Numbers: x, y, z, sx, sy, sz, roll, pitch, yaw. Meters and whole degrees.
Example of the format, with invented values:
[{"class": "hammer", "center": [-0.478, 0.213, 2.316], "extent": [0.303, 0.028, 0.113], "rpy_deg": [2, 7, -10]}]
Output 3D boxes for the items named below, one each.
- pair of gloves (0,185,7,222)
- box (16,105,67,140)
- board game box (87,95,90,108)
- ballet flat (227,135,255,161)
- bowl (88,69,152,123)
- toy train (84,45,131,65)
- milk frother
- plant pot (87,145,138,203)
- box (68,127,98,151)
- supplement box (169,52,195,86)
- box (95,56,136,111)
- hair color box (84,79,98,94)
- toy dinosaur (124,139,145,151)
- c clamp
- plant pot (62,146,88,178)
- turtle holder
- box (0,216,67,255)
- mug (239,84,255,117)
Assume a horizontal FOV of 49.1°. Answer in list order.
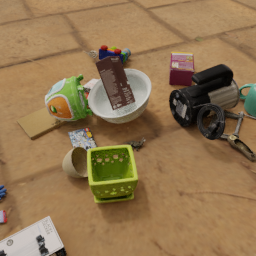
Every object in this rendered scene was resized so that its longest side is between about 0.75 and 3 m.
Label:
[{"class": "pair of gloves", "center": [-4.144, 2.290, 8.031], "extent": [1.290, 0.183, 1.604], "rpy_deg": [-12, 46, -14]}, {"class": "box", "center": [-3.290, -0.257, 10.696], "extent": [1.498, 0.159, 1.225], "rpy_deg": [-30, 51, -28]}, {"class": "board game box", "center": [-1.293, -1.121, 11.574], "extent": [0.843, 0.195, 0.639], "rpy_deg": [-3, 44, -4]}, {"class": "ballet flat", "center": [3.915, 0.637, 9.575], "extent": [0.407, 0.280, 1.208], "rpy_deg": [-29, 58, -17]}, {"class": "bowl", "center": [-0.201, -1.031, 10.631], "extent": [2.415, 1.085, 2.415], "rpy_deg": [-9, 53, 12]}, {"class": "toy train", "center": [-0.987, -3.754, 13.919], "extent": [2.129, 0.901, 1.232], "rpy_deg": [20, 37, 20]}, {"class": "milk frother", "center": [3.134, -0.793, 10.126], "extent": [2.270, 2.178, 2.413], "rpy_deg": [-20, 71, -18]}, {"class": "plant pot", "center": [-0.457, 1.412, 8.188], "extent": [1.340, 1.216, 1.333], "rpy_deg": [-6, 43, -6]}, {"class": "box", "center": [-1.576, 0.501, 9.851], "extent": [0.788, 0.229, 1.151], "rpy_deg": [-15, 46, -15]}, {"class": "supplement box", "center": [2.435, -2.716, 12.781], "extent": [1.051, 0.829, 1.606], "rpy_deg": [6, 44, 6]}, {"class": "box", "center": [-0.430, -1.651, 10.269], "extent": [0.691, 1.845, 0.924], "rpy_deg": [-20, 6, 25]}, {"class": "hair color box", "center": [-1.508, -1.782, 12.049], "extent": [0.509, 0.307, 1.003], "rpy_deg": [14, 33, 16]}, {"class": "toy dinosaur", "center": [0.224, 0.578, 9.793], "extent": [0.790, 0.304, 0.404], "rpy_deg": [-2, 30, 8]}, {"class": "c clamp", "center": [3.919, -0.143, 10.515], "extent": [1.587, 0.252, 1.857], "rpy_deg": [23, 48, 22]}, {"class": "plant pot", "center": [-1.674, 1.139, 8.799], "extent": [0.653, 0.973, 0.973], "rpy_deg": [-22, 36, 27]}, {"class": "turtle holder", "center": [-2.261, -1.199, 10.541], "extent": [1.514, 1.620, 2.132], "rpy_deg": [-16, 54, 0]}, {"class": "box", "center": [-2.536, 3.086, 6.932], "extent": [1.744, 0.524, 1.017], "rpy_deg": [-23, 48, -22]}, {"class": "mug", "center": [5.279, -1.185, 10.928], "extent": [1.769, 1.094, 1.453], "rpy_deg": [10, 41, 9]}]
